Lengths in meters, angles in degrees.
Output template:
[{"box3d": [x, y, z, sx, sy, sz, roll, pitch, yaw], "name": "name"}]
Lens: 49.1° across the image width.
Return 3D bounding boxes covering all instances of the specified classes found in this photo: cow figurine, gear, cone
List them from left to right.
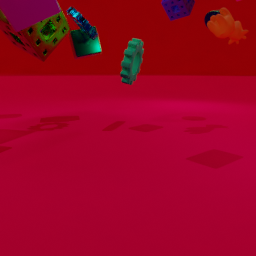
[{"box3d": [-1.559, -3.584, 9.631, 1.266, 0.234, 1.266, 45, 2, -2], "name": "gear"}, {"box3d": [0.153, -2.227, 9.478, 0.279, 1.508, 1.508, 17, 16, 13], "name": "gear"}, {"box3d": [3.766, -4.584, 11.385, 0.961, 0.961, 0.964, 13, 56, 47], "name": "cone"}, {"box3d": [3.304, -3.238, 9.237, 0.760, 1.362, 1.385, -32, 16, 44], "name": "cow figurine"}]

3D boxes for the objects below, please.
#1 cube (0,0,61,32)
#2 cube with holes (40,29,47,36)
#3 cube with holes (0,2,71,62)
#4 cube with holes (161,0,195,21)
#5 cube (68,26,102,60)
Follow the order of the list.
[{"box3d": [-2.613, -3.438, 6.817, 1.275, 1.275, 1.275, -27, -24, -5], "name": "cube"}, {"box3d": [-3.668, -4.247, 11.667, 0.757, 0.757, 0.757, -5, 24, -21], "name": "cube with holes"}, {"box3d": [-2.847, -3.142, 8.293, 1.387, 1.387, 1.387, 31, -14, 19], "name": "cube with holes"}, {"box3d": [1.726, -4.293, 9.573, 0.750, 0.750, 0.750, -2, -36, 39], "name": "cube with holes"}, {"box3d": [-1.685, -3.286, 10.885, 0.982, 0.982, 0.982, -16, 12, -13], "name": "cube"}]
